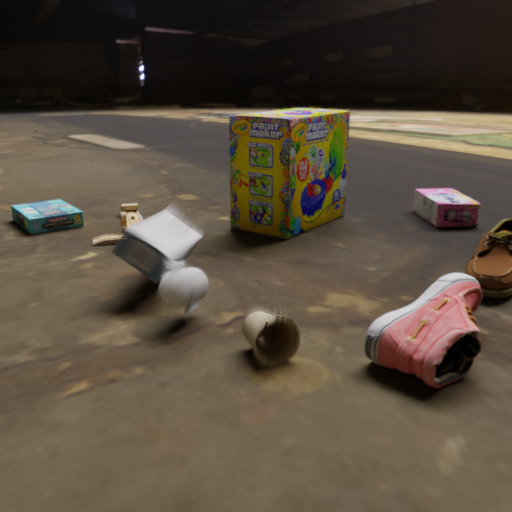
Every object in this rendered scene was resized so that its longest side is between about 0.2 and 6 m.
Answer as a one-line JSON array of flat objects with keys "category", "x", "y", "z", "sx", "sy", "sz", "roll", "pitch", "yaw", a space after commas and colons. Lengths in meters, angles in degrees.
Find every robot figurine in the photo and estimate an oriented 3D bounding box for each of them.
[{"category": "robot figurine", "x": -1.060, "y": 0.458, "z": 8.217, "sx": 0.528, "sy": 0.793, "sz": 0.936, "roll": -27, "pitch": -7, "yaw": 22}]

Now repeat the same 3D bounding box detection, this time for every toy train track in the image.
[{"category": "toy train track", "x": -2.779, "y": -0.829, "z": 12.860, "sx": 1.967, "sy": 0.558, "sz": 3.430, "roll": -5, "pitch": 19, "yaw": -16}]

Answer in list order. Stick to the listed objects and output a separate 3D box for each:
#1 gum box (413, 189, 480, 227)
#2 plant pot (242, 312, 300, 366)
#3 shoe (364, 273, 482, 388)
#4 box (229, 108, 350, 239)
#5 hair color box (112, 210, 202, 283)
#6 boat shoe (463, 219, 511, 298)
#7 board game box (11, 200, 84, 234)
[{"category": "gum box", "x": 4.682, "y": -1.200, "z": 13.854, "sx": 1.019, "sy": 0.594, "sz": 1.796, "roll": -1, "pitch": 19, "yaw": -3}, {"category": "plant pot", "x": 0.138, "y": 1.015, "z": 7.327, "sx": 0.668, "sy": 0.668, "sz": 0.612, "roll": -9, "pitch": 15, "yaw": -24}, {"category": "shoe", "x": 2.541, "y": 0.954, "z": 7.301, "sx": 2.315, "sy": 0.827, "sz": 1.053, "roll": -21, "pitch": 29, "yaw": -35}, {"category": "box", "x": 0.810, "y": -2.065, "z": 13.245, "sx": 1.659, "sy": 2.619, "sz": 2.719, "roll": 13, "pitch": 23, "yaw": 34}, {"category": "hair color box", "x": -1.645, "y": -0.208, "z": 9.642, "sx": 0.879, "sy": 0.538, "sz": 1.775, "roll": 36, "pitch": 18, "yaw": 0}, {"category": "boat shoe", "x": 4.277, "y": -0.039, "z": 9.977, "sx": 0.944, "sy": 0.892, "sz": 2.623, "roll": 10, "pitch": 21, "yaw": 26}, {"category": "board game box", "x": -5.040, "y": -0.961, "z": 13.483, "sx": 1.229, "sy": 0.382, "sz": 1.627, "roll": -13, "pitch": 23, "yaw": -34}]
